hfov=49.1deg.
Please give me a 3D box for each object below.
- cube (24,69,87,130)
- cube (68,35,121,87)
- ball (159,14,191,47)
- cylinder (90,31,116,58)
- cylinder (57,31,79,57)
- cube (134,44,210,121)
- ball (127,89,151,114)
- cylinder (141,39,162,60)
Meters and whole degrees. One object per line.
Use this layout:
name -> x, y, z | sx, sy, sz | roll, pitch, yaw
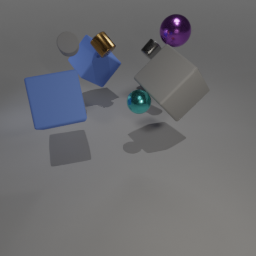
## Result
cube -> -2.023, -0.762, 8.097 | 1.400, 1.400, 1.400 | -12, 2, -10
cube -> -1.454, -2.885, 12.199 | 1.400, 1.400, 1.400 | 17, 29, -52
ball -> 2.107, -4.323, 12.477 | 1.400, 1.400, 1.400 | 0, 31, 0
cylinder -> -0.942, -3.131, 10.545 | 0.700, 0.700, 0.700 | 51, 41, -3
cylinder -> -1.970, -2.760, 9.251 | 0.700, 0.700, 0.700 | -5, 6, -9
cube -> 1.322, -1.319, 8.398 | 1.400, 1.400, 1.400 | -45, 55, 8
ball -> 0.311, -0.749, 8.001 | 0.700, 0.700, 0.700 | 0, 31, 0
cylinder -> 1.071, -3.628, 12.949 | 0.700, 0.700, 0.700 | 41, 8, -7
